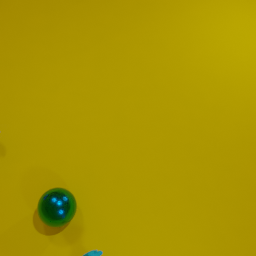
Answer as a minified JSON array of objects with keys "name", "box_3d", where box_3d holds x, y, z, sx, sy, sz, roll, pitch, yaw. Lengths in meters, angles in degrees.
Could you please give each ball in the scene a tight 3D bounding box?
[{"name":"ball","box_3d":[-1.873,2.097,7.423,1.025,1.025,1.025,0,67,0]}]

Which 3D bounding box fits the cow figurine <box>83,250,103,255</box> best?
[{"name":"cow figurine","box_3d":[-0.744,3.322,6.426,0.512,0.917,0.932,-12,39,-32]}]
